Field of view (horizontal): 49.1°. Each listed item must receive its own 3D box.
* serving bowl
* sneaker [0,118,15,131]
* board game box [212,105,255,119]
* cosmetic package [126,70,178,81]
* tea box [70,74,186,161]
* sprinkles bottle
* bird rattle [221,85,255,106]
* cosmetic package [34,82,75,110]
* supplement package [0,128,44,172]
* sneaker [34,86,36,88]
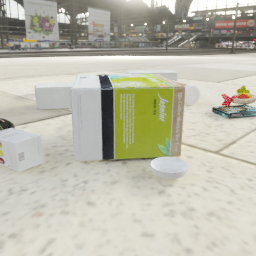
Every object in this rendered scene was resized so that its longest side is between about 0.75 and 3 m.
[{"bbox_3d":[0.896,0.913,6.128,0.826,0.272,0.826,1,17,0],"label":"serving bowl"},{"bbox_3d":[-3.743,0.009,8.256,0.886,0.766,2.024,-5,18,-34],"label":"sneaker"},{"bbox_3d":[4.369,-0.664,11.121,1.664,0.234,1.125,-5,18,-16],"label":"board game box"},{"bbox_3d":[1.382,-2.905,16.815,2.851,1.016,1.446,-4,18,-11],"label":"cosmetic package"},{"bbox_3d":[-0.126,-0.467,7.831,2.707,1.838,2.751,-1,18,-8],"label":"tea box"},{"bbox_3d":[2.344,-1.795,13.518,0.917,0.917,2.686,-7,19,-21],"label":"sprinkles bottle"},{"bbox_3d":[4.879,-1.330,12.152,1.541,0.868,1.257,-12,19,-31],"label":"bird rattle"},{"bbox_3d":[-2.586,-1.474,12.408,2.740,0.976,1.390,-2,18,-7],"label":"cosmetic package"},{"bbox_3d":[-2.708,0.488,6.700,1.257,0.715,0.688,10,19,36],"label":"supplement package"},{"bbox_3d":[-4.354,-2.094,14.999,1.578,0.606,0.661,15,27,35],"label":"sneaker"}]
